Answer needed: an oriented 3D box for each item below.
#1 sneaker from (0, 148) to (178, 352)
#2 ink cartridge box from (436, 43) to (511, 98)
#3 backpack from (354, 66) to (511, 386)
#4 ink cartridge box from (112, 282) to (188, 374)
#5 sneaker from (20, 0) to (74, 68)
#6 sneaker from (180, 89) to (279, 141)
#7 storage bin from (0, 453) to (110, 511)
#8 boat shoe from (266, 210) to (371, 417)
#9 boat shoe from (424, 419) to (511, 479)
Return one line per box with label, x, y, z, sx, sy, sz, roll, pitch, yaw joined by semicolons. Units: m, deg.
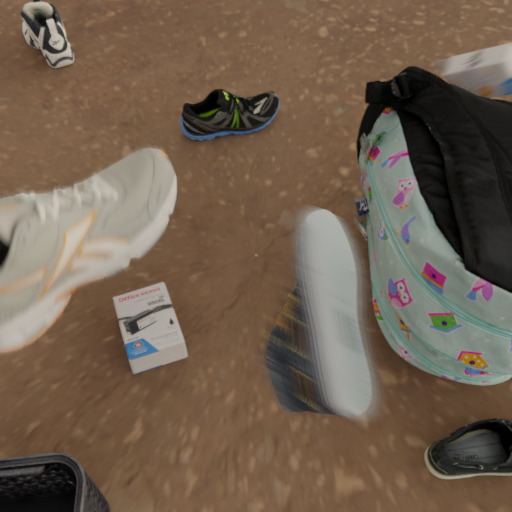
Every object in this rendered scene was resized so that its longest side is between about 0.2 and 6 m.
sneaker;-2.256;-0.325;6.424;1.185;1.440;3.131;33;72;36
ink cartridge box;3.514;-2.863;8.927;1.211;0.697;0.411;2;61;45
backpack;3.053;-0.428;7.707;3.503;2.657;4.198;8;46;-3
ink cartridge box;-1.542;1.022;8.090;0.804;0.468;1.112;-17;53;-13
sneaker;-4.857;-5.299;12.637;0.812;1.323;2.034;-22;54;-18
sneaker;-0.485;-2.855;10.968;2.054;0.851;0.728;-15;54;-12
storage bin;-2.597;3.627;5.437;1.956;1.357;2.894;-4;52;-3
boat shoe;0.516;0.614;5.829;0.948;0.739;2.088;-13;80;37
boat shoe;3.001;2.329;6.962;1.756;0.582;0.656;-5;51;-4
